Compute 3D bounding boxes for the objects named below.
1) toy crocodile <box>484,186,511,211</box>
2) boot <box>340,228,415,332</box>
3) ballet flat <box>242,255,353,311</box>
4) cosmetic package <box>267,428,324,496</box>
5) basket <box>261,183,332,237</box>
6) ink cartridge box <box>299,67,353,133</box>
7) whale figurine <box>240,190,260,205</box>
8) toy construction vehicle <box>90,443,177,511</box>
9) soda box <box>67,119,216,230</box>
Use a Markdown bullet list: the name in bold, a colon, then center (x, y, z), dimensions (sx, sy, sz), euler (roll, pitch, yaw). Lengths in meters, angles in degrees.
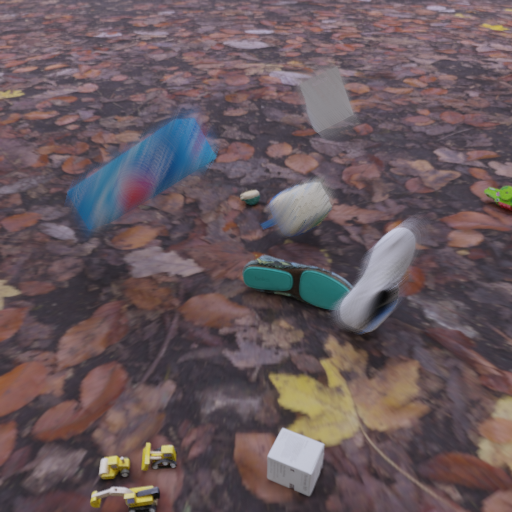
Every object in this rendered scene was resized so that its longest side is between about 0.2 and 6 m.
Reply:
- **toy crocodile**: center (6.033, -1.170, 12.747), dimensions (1.707, 0.527, 0.576), euler (25, 3, 32)
- **boot**: center (2.201, 0.421, 9.346), dimensions (0.719, 1.956, 0.935), euler (33, -2, -15)
- **ballet flat**: center (0.846, 0.423, 10.362), dimensions (2.185, 0.811, 0.811), euler (16, 39, 15)
- **cosmetic package**: center (0.521, 2.707, 7.368), dimensions (0.615, 0.507, 0.507), euler (15, 39, 21)
- **basket**: center (0.840, -0.942, 11.827), dimensions (1.249, 0.985, 1.416), euler (-26, 4, -19)
- **ink cartridge box**: center (1.449, -3.273, 11.722), dimensions (0.887, 1.102, 0.276), euler (-26, 27, 1)
- **whale figurine**: center (-0.150, -1.366, 13.225), dimensions (0.474, 0.309, 0.596), euler (-25, 19, -23)
- **toy construction vehicle**: center (-1.575, 2.845, 7.302), dimensions (1.028, 0.362, 0.895), euler (-2, 36, -2)
- **soda box**: center (-2.101, -1.470, 10.214), dimensions (2.619, 0.840, 0.888), euler (-28, 5, 22)
